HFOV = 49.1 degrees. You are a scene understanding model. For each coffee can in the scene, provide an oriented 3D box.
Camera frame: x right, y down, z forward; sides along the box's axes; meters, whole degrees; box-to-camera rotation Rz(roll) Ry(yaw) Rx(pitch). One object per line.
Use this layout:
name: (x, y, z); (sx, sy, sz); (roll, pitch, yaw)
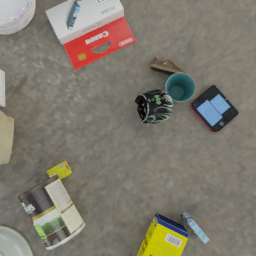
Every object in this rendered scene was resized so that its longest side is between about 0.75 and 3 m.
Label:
coffee can: (-2.680, 2.919, 9.906); (1.533, 1.533, 2.095); (-30, 89, -3)

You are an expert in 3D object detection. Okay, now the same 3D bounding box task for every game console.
game console: (3.414, -0.748, 11.088); (1.373, 0.241, 1.552); (-39, 85, -4)

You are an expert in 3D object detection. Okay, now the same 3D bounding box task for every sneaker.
sneaker: (1.676, -2.434, 11.127); (1.541, 0.543, 0.582); (19, 81, 1)

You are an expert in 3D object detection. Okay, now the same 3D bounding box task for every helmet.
helmet: (1.019, -0.782, 10.249); (1.279, 1.342, 1.342); (-7, 83, -26)

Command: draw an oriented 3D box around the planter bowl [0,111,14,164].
planter bowl: (-5.137, 0.373, 9.899); (1.921, 2.854, 2.854); (8, 83, -27)

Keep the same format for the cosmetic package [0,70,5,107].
cosmetic package: (-5.238, -1.557, 11.114); (0.593, 0.364, 1.437); (-4, 83, -1)

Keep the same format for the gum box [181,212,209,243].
gum box: (2.445, 3.632, 10.265); (0.232, 0.886, 1.043); (-40, 85, -4)

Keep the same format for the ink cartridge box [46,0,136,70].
ink cartridge box: (-1.452, -4.092, 11.266); (2.868, 0.641, 2.527); (-26, 83, -3)

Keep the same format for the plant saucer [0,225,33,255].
plant saucer: (-4.981, 5.113, 10.183); (2.932, 0.736, 2.932); (0, 83, 0)

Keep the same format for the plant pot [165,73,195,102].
plant pot: (1.972, -1.495, 10.905); (1.128, 0.760, 1.128); (0, 84, 0)

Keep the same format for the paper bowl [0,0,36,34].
paper bowl: (-4.868, -4.872, 11.030); (2.414, 1.256, 2.414); (0, 84, 0)

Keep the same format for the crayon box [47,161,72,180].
crayon box: (-2.613, 1.692, 10.786); (0.868, 0.220, 0.551); (-29, 84, 3)

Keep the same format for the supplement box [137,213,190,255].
supplement box: (1.125, 4.391, 10.025); (1.194, 1.187, 2.181); (25, 84, 3)
